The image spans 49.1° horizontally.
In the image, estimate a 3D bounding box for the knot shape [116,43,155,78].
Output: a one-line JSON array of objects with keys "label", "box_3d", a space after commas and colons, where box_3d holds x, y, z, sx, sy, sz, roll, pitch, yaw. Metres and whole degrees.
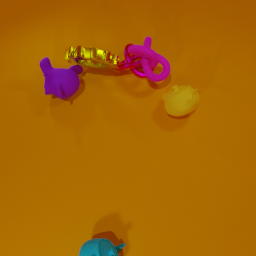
[{"label": "knot shape", "box_3d": [0.164, -2.300, 9.791, 1.317, 0.650, 1.407, -25, 60, -16]}]

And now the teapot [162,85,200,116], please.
[{"label": "teapot", "box_3d": [1.590, -0.893, 8.377, 1.078, 0.849, 1.734, -36, 19, -21]}]

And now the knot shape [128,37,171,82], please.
[{"label": "knot shape", "box_3d": [0.741, -2.114, 8.793, 1.432, 0.707, 1.530, 53, 24, -3]}]

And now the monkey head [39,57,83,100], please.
[{"label": "monkey head", "box_3d": [-2.158, -1.628, 8.950, 1.103, 1.317, 1.831, -1, 39, 18]}]

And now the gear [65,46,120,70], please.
[{"label": "gear", "box_3d": [-1.158, -2.255, 9.182, 1.732, 1.732, 0.320, 7, 90, 5]}]

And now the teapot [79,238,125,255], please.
[{"label": "teapot", "box_3d": [-0.551, 2.838, 6.136, 0.744, 1.519, 0.944, -37, 70, 17]}]
